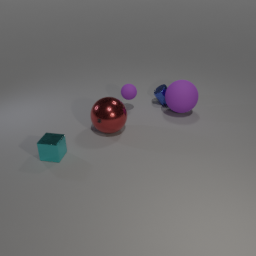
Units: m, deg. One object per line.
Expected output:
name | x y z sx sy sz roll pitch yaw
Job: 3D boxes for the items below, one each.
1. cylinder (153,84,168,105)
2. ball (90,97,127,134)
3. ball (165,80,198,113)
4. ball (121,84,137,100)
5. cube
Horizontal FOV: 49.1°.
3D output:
cylinder | 1.641 -1.549 12.995 0.700 0.700 0.700 -34 24 17
ball | -0.723 -0.484 10.616 1.400 1.400 1.400 0 29 0
ball | 2.281 -1.345 11.924 1.400 1.400 1.400 0 29 0
ball | 0.040 -1.562 12.105 0.700 0.700 0.700 0 29 0
cube | -2.510 0.643 9.310 0.700 0.700 0.700 5 30 9
